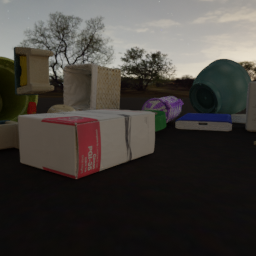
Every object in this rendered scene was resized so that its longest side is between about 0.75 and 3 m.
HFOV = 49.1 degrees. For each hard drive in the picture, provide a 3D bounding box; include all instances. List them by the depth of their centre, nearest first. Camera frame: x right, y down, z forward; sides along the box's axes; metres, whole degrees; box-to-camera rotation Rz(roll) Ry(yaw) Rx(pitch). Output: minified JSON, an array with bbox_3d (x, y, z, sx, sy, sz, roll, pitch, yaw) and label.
[{"bbox_3d":[2.730,-0.251,9.842,1.701,0.327,2.579,3,8,19],"label":"hard drive"}]

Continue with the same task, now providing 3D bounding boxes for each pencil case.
[{"bbox_3d":[1.294,-0.680,10.170,1.056,1.036,2.470,-38,-5,20],"label":"pencil case"}]

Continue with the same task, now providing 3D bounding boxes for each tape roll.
[{"bbox_3d":[0.237,-0.186,8.315,1.772,0.426,1.772,-5,12,1],"label":"tape roll"}]

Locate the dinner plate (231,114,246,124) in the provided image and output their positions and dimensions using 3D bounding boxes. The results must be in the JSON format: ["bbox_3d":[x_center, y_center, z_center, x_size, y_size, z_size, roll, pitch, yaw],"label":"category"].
[{"bbox_3d":[4.913,-0.391,11.308,2.184,0.265,2.184,1,7,0],"label":"dinner plate"}]

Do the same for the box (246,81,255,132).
[{"bbox_3d":[4.537,-0.661,8.533,1.729,1.481,1.720,5,9,22],"label":"box"}]

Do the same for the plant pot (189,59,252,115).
[{"bbox_3d":[3.838,-1.542,12.410,1.750,2.613,2.613,-28,21,-29],"label":"plant pot"}]

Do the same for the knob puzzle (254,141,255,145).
[{"bbox_3d":[3.784,0.294,6.260,1.556,0.216,1.556,0,7,0],"label":"knob puzzle"}]

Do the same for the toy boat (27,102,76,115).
[{"bbox_3d":[-2.696,-0.416,9.926,1.766,0.821,1.485,7,11,-9],"label":"toy boat"}]

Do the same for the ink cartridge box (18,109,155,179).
[{"bbox_3d":[-0.640,0.143,4.991,1.485,0.839,2.027,6,10,38],"label":"ink cartridge box"}]

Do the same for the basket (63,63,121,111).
[{"bbox_3d":[-1.879,-1.979,14.564,2.512,2.534,2.038,8,9,44],"label":"basket"}]

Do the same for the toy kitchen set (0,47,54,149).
[{"bbox_3d":[-3.112,-0.648,5.799,1.613,2.194,2.739,8,11,43],"label":"toy kitchen set"}]

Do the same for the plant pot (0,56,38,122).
[{"bbox_3d":[-4.933,-1.107,10.188,2.227,2.422,2.422,-9,-1,44],"label":"plant pot"}]
